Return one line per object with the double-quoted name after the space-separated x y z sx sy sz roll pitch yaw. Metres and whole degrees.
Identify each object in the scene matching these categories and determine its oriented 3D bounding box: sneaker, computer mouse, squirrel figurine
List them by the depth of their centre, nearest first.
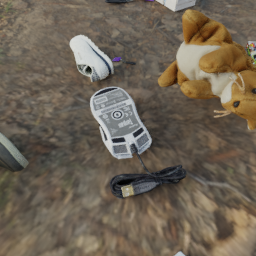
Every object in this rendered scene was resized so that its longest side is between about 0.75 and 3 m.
-3.520 0.681 6.023 2.815 1.053 1.495 17 56 27 "sneaker"
2.470 -1.202 6.559 2.674 1.892 2.495 -7 42 -43 "squirrel figurine"
-0.005 0.219 6.594 1.622 0.649 2.958 -20 58 -9 "computer mouse"
-1.303 -2.143 8.540 0.809 0.768 2.010 -36 57 -16 "sneaker"

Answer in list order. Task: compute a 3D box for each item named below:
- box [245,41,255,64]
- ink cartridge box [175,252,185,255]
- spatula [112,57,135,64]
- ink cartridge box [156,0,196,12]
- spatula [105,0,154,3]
4.290 -1.788 8.421 1.220 0.385 2.218 7 50 5 "box"
0.708 3.037 4.327 1.692 0.483 1.375 -30 56 -28 "ink cartridge box"
-0.117 -2.128 8.914 0.768 0.079 0.217 19 52 15 "spatula"
1.857 -5.621 11.153 1.175 1.154 1.596 -28 56 -25 "ink cartridge box"
0.073 -5.299 11.519 2.103 0.216 0.594 -13 52 -11 "spatula"
